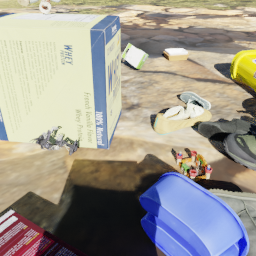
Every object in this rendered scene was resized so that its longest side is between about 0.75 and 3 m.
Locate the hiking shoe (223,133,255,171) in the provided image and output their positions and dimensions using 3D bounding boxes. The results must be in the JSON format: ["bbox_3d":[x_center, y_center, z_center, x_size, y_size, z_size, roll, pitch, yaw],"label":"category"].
[{"bbox_3d":[3.625,0.242,6.188,2.840,1.429,1.075,7,31,12],"label":"hiking shoe"}]

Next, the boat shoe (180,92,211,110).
[{"bbox_3d":[2.129,-0.870,9.128,0.348,0.410,1.126,-22,42,-40],"label":"boat shoe"}]

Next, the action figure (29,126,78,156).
[{"bbox_3d":[-1.628,0.279,6.245,1.024,0.608,0.522,14,73,2],"label":"action figure"}]

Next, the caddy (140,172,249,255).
[{"bbox_3d":[0.975,1.443,4.367,0.910,1.225,1.733,-28,40,-32],"label":"caddy"}]

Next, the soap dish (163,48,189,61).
[{"bbox_3d":[2.363,-3.604,13.785,1.058,0.430,0.832,-6,31,-10],"label":"soap dish"}]

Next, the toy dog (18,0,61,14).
[{"bbox_3d":[-2.286,-3.292,7.181,1.099,0.724,0.529,26,-10,1],"label":"toy dog"}]

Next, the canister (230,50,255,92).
[{"bbox_3d":[5.281,-1.854,10.066,2.052,1.196,2.763,-5,32,-8],"label":"canister"}]

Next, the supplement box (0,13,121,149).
[{"bbox_3d":[-1.781,-1.289,7.268,2.970,2.973,1.996,4,31,7],"label":"supplement box"}]

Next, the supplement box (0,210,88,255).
[{"bbox_3d":[-1.359,2.052,3.906,1.989,0.606,1.082,17,34,28],"label":"supplement box"}]

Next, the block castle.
[{"bbox_3d":[1.471,0.814,6.266,0.535,0.375,0.800,-8,31,-14],"label":"block castle"}]

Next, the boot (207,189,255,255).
[{"bbox_3d":[1.803,1.807,4.453,1.611,0.643,1.772,-3,37,-1],"label":"boot"}]

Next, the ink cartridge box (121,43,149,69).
[{"bbox_3d":[0.292,-3.103,12.055,0.949,0.702,0.360,41,23,18],"label":"ink cartridge box"}]

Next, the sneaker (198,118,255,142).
[{"bbox_3d":[2.749,0.034,7.543,1.610,0.483,0.840,16,34,17],"label":"sneaker"}]

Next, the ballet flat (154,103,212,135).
[{"bbox_3d":[1.650,-0.352,7.991,2.067,0.652,0.709,-19,35,-29],"label":"ballet flat"}]
